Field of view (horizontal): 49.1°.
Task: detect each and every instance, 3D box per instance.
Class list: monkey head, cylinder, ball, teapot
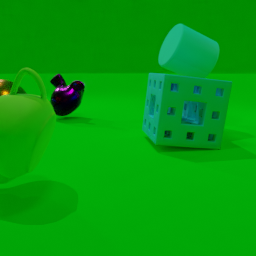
[{"bbox_3d":[-1.992,-1.022,8.480,1.741,1.252,1.049,-35,6,18],"label":"monkey head"},{"bbox_3d":[1.479,-1.834,6.923,1.082,1.082,1.082,20,6,-18],"label":"cylinder"},{"bbox_3d":[-3.053,-0.553,6.845,1.247,1.247,1.247,0,12,0],"label":"ball"},{"bbox_3d":[-1.433,0.091,3.444,0.834,1.703,1.059,22,9,-5],"label":"teapot"}]

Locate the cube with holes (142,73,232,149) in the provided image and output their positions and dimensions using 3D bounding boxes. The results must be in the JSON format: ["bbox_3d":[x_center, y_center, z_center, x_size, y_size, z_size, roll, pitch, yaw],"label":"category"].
[{"bbox_3d":[1.107,-0.394,5.700,1.279,1.279,1.279,5,11,-9],"label":"cube with holes"}]
